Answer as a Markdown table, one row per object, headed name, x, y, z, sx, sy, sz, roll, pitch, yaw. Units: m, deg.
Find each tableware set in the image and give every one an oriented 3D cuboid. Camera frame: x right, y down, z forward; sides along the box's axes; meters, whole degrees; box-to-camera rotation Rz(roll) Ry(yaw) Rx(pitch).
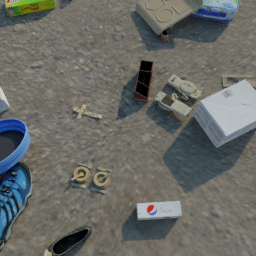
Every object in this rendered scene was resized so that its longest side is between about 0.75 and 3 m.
| name | x | y | z | sx | sy | sz | roll | pitch | yaw |
| --- | --- | --- | --- | --- | --- | --- | --- | --- | --- |
| tableware set | -1.277 | 1.688 | 9.694 | 1.327 | 0.266 | 0.877 | 12 | 65 | 6 |

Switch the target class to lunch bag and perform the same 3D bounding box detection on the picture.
| name | x | y | z | sx | sy | sz | roll | pitch | yaw |
| --- | --- | --- | --- | --- | --- | --- | --- | --- | --- |
| lunch bag | 3.987 | -5.820 | 13.020 | 2.142 | 0.883 | 1.722 | 11 | 63 | 5 |

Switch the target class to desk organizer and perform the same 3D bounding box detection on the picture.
| name | x | y | z | sx | sy | sz | roll | pitch | yaw |
| --- | --- | --- | --- | --- | --- | --- | --- | --- | --- |
| desk organizer | 0.640 | -1.894 | 11.246 | 0.580 | 0.622 | 1.617 | 9 | 64 | 4 |

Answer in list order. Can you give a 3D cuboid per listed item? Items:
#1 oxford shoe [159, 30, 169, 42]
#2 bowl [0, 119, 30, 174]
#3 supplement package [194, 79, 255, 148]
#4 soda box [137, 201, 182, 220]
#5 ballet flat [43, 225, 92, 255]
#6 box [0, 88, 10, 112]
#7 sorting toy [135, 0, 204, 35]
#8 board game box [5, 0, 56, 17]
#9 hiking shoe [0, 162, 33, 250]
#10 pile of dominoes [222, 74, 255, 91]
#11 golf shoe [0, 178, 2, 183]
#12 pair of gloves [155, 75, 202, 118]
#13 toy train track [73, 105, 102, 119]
| name | x | y | z | sx | sy | sz | roll | pitch | yaw |
| --- | --- | --- | --- | --- | --- | --- | --- | --- | --- |
| oxford shoe | 1.551 | -4.373 | 12.583 | 0.377 | 0.400 | 1.070 | -24 | 66 | -11 |
| bowl | -4.547 | 0.688 | 9.529 | 2.549 | 0.500 | 2.549 | -11 | 41 | 9 |
| supplement package | 3.778 | -0.530 | 10.286 | 2.042 | 1.132 | 1.591 | -25 | 67 | -13 |
| soda box | 0.992 | 2.687 | 9.107 | 1.405 | 0.447 | 0.478 | -3 | 64 | -1 |
| ballet flat | -1.889 | 3.534 | 8.675 | 1.670 | 0.474 | 0.555 | -32 | 68 | -14 |
| box | -5.301 | -1.087 | 10.829 | 1.010 | 0.660 | 1.005 | -27 | 67 | -13 |
| sorting toy | 1.845 | -5.573 | 12.820 | 2.444 | 0.446 | 2.262 | -34 | 61 | 4 |
| board game box | -4.674 | -6.097 | 13.358 | 2.191 | 0.522 | 1.113 | -15 | 65 | -7 |
| hiking shoe | -3.868 | 2.382 | 8.793 | 1.088 | 1.268 | 2.925 | 10 | 64 | 5 |
| pile of dominoes | 4.565 | -1.736 | 11.481 | 1.349 | 0.215 | 1.051 | 2 | 64 | 10 |
| golf shoe | -5.186 | 2.594 | 8.935 | 1.193 | 0.940 | 2.590 | 14 | 56 | 12 |
| pair of gloves | 1.989 | -1.248 | 11.094 | 1.476 | 0.304 | 1.736 | 28 | 60 | 16 |
| toy train track | -1.578 | -0.598 | 10.860 | 1.159 | 0.188 | 0.664 | 16 | 65 | 7 |
